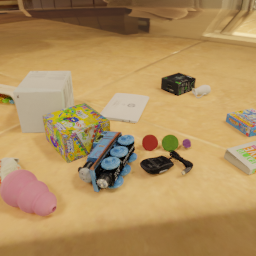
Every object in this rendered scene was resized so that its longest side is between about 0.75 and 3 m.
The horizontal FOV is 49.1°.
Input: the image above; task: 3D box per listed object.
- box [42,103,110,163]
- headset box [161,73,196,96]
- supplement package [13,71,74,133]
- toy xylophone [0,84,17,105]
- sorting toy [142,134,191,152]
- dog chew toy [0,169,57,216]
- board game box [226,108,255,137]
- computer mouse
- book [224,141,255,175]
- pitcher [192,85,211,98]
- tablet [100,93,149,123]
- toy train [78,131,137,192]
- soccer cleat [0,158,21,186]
[{"bbox_3d":[-1.881,0.093,10.268,1.783,1.129,1.851,-20,36,-30],"label":"box"},{"bbox_3d":[2.635,-2.348,14.937,1.460,0.677,1.271,-22,37,-33],"label":"headset box"},{"bbox_3d":[-3.382,-1.166,11.756,1.819,1.806,2.397,-1,30,-1],"label":"supplement package"},{"bbox_3d":[-6.254,-1.582,13.683,2.408,0.605,1.763,16,34,26],"label":"toy xylophone"},{"bbox_3d":[1.399,0.520,10.326,1.780,0.617,0.613,1,4,1],"label":"sorting toy"},{"bbox_3d":[-2.617,1.799,7.551,1.652,1.029,1.029,23,36,22],"label":"dog chew toy"},{"bbox_3d":[5.083,-0.256,11.603,1.389,0.396,1.419,-12,32,-20],"label":"board game box"},{"bbox_3d":[1.268,1.295,9.012,1.700,0.391,1.194,-14,33,-37],"label":"computer mouse"},{"bbox_3d":[4.324,0.985,9.563,1.683,0.404,1.124,-13,35,-25],"label":"book"},{"bbox_3d":[3.792,-1.837,14.319,0.860,0.521,0.737,-12,53,-2],"label":"pitcher"},{"bbox_3d":[-0.121,-1.021,13.149,1.801,0.189,2.768,8,31,13],"label":"tablet"},{"bbox_3d":[-0.612,0.997,8.905,1.390,1.055,2.433,3,30,22],"label":"toy train"},{"bbox_3d":[-3.648,1.373,8.679,0.638,0.570,1.645,-9,28,-20],"label":"soccer cleat"}]
